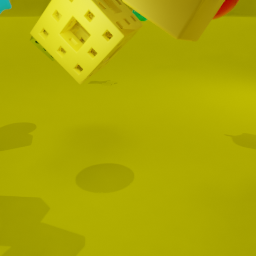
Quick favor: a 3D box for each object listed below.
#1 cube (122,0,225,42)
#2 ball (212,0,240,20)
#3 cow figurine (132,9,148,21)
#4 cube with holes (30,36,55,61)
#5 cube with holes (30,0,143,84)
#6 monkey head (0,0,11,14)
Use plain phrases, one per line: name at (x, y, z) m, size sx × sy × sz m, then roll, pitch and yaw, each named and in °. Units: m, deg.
cube at (0.600, -1.576, 3.195) m, size 0.827 × 0.827 × 0.827 m, roll 40°, pitch 28°, yaw 13°
ball at (1.471, -2.525, 4.976) m, size 1.138 × 1.138 × 1.138 m, roll 0°, pitch 24°, yaw 0°
cow figurine at (0.331, -4.970, 12.388) m, size 1.215 × 0.678 × 1.235 m, roll -39°, pitch 48°, yaw -19°
cube with holes at (-1.781, -2.283, 6.900) m, size 0.749 × 0.749 × 0.749 m, roll -15°, pitch 51°, yaw 32°
cube with holes at (-0.546, -1.412, 3.997) m, size 0.956 × 0.956 × 0.956 m, roll 46°, pitch 32°, yaw -8°
monkey head at (-2.202, -2.078, 4.180) m, size 0.717 × 1.190 × 0.856 m, roll -43°, pitch 3°, yaw -28°
